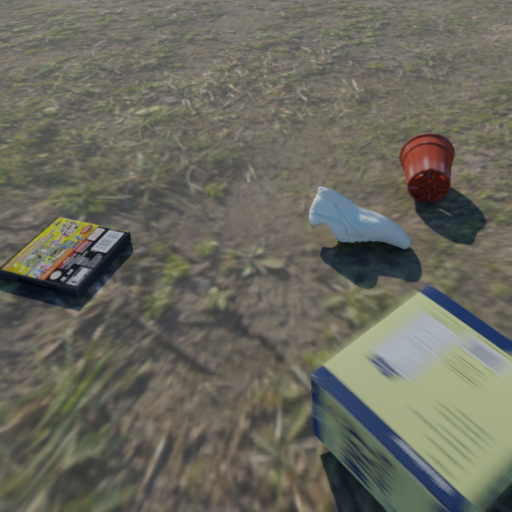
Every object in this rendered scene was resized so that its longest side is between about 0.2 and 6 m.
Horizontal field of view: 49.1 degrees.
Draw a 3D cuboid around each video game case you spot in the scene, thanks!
[{"bbox_3d":[-3.060,-0.020,9.085,1.454,0.205,1.609,12,39,15],"label":"video game case"}]

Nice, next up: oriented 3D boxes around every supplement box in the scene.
[{"bbox_3d":[1.796,1.604,5.735,1.794,1.206,1.796,-32,49,-22],"label":"supplement box"}]

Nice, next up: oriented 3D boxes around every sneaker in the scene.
[{"bbox_3d":[1.726,-0.485,9.434,1.796,0.720,0.632,27,3,7],"label":"sneaker"}]

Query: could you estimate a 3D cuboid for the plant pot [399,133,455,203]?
[{"bbox_3d":[3.253,-1.612,10.634,1.043,1.043,1.015,6,45,9],"label":"plant pot"}]
